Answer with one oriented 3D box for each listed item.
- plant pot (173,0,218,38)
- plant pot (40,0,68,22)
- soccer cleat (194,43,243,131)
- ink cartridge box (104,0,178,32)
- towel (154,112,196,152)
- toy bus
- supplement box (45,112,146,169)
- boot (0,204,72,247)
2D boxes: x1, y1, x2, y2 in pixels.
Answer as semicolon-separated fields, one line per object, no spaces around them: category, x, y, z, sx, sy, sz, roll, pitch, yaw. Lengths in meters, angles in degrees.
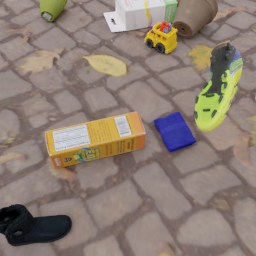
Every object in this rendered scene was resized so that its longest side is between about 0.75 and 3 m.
plant pot;2.600;-4.619;11.596;1.725;1.725;1.505;28;74;19
plant pot;-3.425;-5.419;12.475;1.188;1.188;1.270;6;65;5
soccer cleat;2.271;-0.886;6.630;0.832;1.076;2.572;-10;47;44
ink cartridge box;0.472;-5.278;12.339;2.932;0.987;1.717;-14;54;-10
towel;1.444;0.123;8.715;0.923;0.310;1.250;-19;55;-6
toy bus;1.312;-3.732;11.061;1.243;1.193;0.843;33;61;24
supplement box;-0.913;0.356;8.134;2.734;0.910;0.941;-11;56;-8
boot;-2.184;2.200;6.447;1.618;1.359;0.618;-10;53;-8
